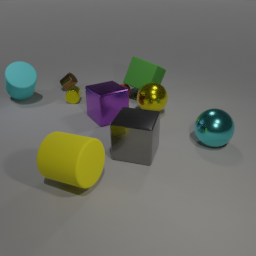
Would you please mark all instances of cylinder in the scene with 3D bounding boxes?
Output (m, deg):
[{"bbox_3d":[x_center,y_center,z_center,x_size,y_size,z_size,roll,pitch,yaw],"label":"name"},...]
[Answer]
[{"bbox_3d":[-1.603,0.884,8.014,1.400,1.400,1.400,9,29,26],"label":"cylinder"},{"bbox_3d":[-2.707,-1.653,13.890,0.700,0.700,0.700,0,29,0],"label":"cylinder"},{"bbox_3d":[-3.227,-2.537,15.258,0.700,0.700,0.700,-34,21,19],"label":"cylinder"},{"bbox_3d":[-5.195,-2.275,13.582,1.400,1.400,1.400,-16,-10,-26],"label":"cylinder"}]

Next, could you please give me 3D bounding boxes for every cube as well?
[{"bbox_3d":[0.279,0.245,9.645,1.400,1.400,1.400,8,30,15],"label":"cube"},{"bbox_3d":[0.849,-2.594,14.041,1.400,1.400,1.400,26,12,22],"label":"cube"},{"bbox_3d":[-0.900,-1.095,12.141,1.400,1.400,1.400,-17,33,-28],"label":"cube"}]

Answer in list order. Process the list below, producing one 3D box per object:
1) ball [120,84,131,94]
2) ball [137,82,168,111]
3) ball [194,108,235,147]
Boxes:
[{"bbox_3d":[-0.213,-1.938,14.450,0.700,0.700,0.700,0,28,0],"label":"ball"},{"bbox_3d":[1.097,-1.365,12.627,1.400,1.400,1.400,0,28,0],"label":"ball"},{"bbox_3d":[3.118,-0.008,10.137,1.400,1.400,1.400,0,28,0],"label":"ball"}]
